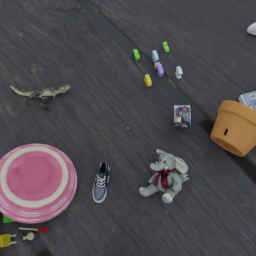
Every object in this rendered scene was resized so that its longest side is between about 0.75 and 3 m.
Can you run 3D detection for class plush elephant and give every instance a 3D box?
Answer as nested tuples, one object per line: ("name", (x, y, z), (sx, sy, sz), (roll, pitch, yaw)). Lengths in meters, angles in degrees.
("plush elephant", (1.226, 1.435, 9.139), (1.691, 1.392, 1.309), (-26, 106, -29))

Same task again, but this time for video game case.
("video game case", (5.954, -0.314, 10.561), (2.573, 0.325, 2.824), (-14, 66, -7))

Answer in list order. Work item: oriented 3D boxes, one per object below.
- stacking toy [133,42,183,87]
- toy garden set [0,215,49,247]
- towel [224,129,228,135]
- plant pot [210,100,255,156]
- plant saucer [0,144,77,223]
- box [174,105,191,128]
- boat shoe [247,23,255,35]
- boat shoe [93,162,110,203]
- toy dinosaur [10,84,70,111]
("stacking toy", (1.212, -2.705, 11.594), (1.501, 0.468, 1.991), (-15, 65, -7))
("toy garden set", (-3.456, 2.910, 8.946), (1.979, 0.395, 1.649), (-4, 75, -16))
("towel", (3.723, 0.037, 9.855), (1.121, 0.828, 0.278), (-5, 48, -11))
("plant pot", (3.755, 0.102, 9.665), (1.863, 1.863, 1.304), (33, 85, 14))
("plant saucer", (-2.992, 1.639, 9.060), (2.712, 0.687, 2.712), (8, 57, -13))
("box", (1.958, -0.393, 10.043), (0.570, 0.994, 0.656), (0, 79, 12))
("boat shoe", (6.149, -4.268, 12.282), (1.781, 0.641, 0.610), (-4, 64, -12))
("boat shoe", (-0.924, 1.783, 9.421), (0.508, 0.630, 1.359), (5, 65, 2))
("toy dinosaur", (-3.449, -1.245, 10.878), (2.424, 0.575, 1.068), (0, 51, 0))
